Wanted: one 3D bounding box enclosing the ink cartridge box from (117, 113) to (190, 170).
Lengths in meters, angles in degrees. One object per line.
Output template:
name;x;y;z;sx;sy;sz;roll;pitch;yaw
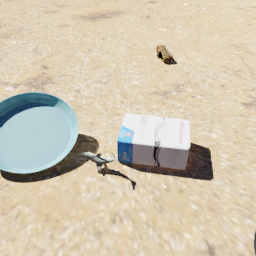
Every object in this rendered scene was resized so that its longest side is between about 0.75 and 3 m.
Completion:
ink cartridge box;0.776;0.359;8.217;1.978;0.833;1.430;6;36;9

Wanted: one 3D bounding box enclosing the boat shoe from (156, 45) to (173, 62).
boat shoe;1.719;-3.819;14.253;0.528;0.559;1.554;-11;37;-17

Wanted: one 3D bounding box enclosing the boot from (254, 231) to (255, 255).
boot;2.997;2.756;4.949;1.032;0.795;2.129;3;34;9

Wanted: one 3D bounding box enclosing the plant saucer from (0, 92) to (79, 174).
plant saucer;-2.863;0.115;8.278;2.794;0.383;2.794;3;58;-5

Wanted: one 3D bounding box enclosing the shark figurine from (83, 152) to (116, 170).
shark figurine;-0.675;0.935;7.573;1.057;0.632;0.441;3;67;29
